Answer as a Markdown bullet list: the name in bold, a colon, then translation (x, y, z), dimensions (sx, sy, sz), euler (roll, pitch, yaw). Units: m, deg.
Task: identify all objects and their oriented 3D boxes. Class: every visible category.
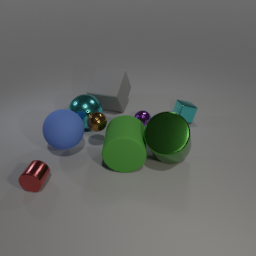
- **ball**: translation (-1.698, -0.654, 11.227), dimensions (1.400, 1.400, 1.400), euler (0, 31, 0)
- **cylinder**: translation (-2.809, 1.442, 8.440), dimensions (0.700, 0.700, 0.700), euler (5, 31, 8)
- **cylinder**: translation (1.313, 0.352, 9.055), dimensions (1.400, 1.400, 1.400), euler (-4, 71, 12)
- **cube**: translation (-0.804, -1.698, 12.415), dimensions (1.400, 1.400, 1.400), euler (10, 68, 17)
- **ball**: translation (-1.072, -0.214, 9.696), dimensions (0.700, 0.700, 0.700), euler (0, 31, 0)
- **ball**: translation (0.587, -0.362, 11.279), dimensions (0.700, 0.700, 0.700), euler (0, 31, 0)
- **ball**: translation (-2.212, 0.047, 9.633), dimensions (1.400, 1.400, 1.400), euler (0, 31, 0)
- **cube**: translation (2.364, -0.706, 11.739), dimensions (0.700, 0.700, 0.700), euler (9, 23, -17)
- **cylinder**: translation (-0.097, 0.504, 9.282), dimensions (1.400, 1.400, 1.400), euler (1, 32, 2)
